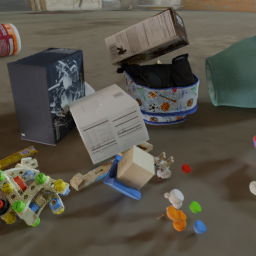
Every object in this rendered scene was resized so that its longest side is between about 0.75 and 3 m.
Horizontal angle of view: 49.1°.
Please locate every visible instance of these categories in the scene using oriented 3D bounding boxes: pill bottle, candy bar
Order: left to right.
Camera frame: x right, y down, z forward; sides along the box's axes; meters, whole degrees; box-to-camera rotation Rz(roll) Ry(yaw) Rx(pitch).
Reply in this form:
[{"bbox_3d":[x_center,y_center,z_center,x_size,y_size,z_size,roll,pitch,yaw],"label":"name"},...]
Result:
[{"bbox_3d":[-7.514,-4.623,15.055,2.955,1.669,1.669,-24,36,-37],"label":"pill bottle"},{"bbox_3d":[-2.610,0.699,6.498,0.278,0.123,1.114,30,39,27],"label":"candy bar"}]

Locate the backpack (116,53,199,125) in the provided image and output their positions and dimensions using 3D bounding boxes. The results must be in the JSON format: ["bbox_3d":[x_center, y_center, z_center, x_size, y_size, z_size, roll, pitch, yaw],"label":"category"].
[{"bbox_3d":[0.973,-1.057,8.132,2.316,1.784,2.206,-10,22,-4],"label":"backpack"}]

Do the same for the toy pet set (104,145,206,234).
[{"bbox_3d":[0.421,1.176,5.215,1.573,0.895,1.685,32,27,-15],"label":"toy pet set"}]

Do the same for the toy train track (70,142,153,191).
[{"bbox_3d":[-0.282,0.696,6.264,2.256,0.367,1.294,-25,36,-38],"label":"toy train track"}]

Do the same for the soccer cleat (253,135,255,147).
[{"bbox_3d":[3.387,0.382,5.922,1.420,0.520,0.484,1,55,51],"label":"soccer cleat"}]

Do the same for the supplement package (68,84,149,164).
[{"bbox_3d":[-0.529,-0.187,6.775,1.389,0.989,1.784,-24,28,-9],"label":"supplement package"}]

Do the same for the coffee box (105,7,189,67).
[{"bbox_3d":[0.595,-2.638,8.540,2.200,0.878,1.244,-17,-3,25],"label":"coffee box"}]

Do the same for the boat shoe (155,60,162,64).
[{"bbox_3d":[1.343,-2.479,12.158,0.625,0.694,1.925,36,14,-9],"label":"boat shoe"}]

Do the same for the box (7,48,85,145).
[{"bbox_3d":[-2.020,-0.913,7.506,1.076,2.067,1.882,9,29,16],"label":"box"}]

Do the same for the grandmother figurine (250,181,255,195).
[{"bbox_3d":[2.873,1.109,5.533,1.075,0.326,0.652,-6,14,-16],"label":"grandmother figurine"}]

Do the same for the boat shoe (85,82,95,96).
[{"bbox_3d":[-2.314,-1.160,9.283,2.492,1.155,0.930,16,39,-41],"label":"boat shoe"}]

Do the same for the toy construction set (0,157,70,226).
[{"bbox_3d":[-1.875,1.062,5.057,1.172,0.823,1.787,-41,35,-19],"label":"toy construction set"}]

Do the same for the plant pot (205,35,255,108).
[{"bbox_3d":[3.758,-1.705,8.966,2.275,2.421,2.421,-11,26,8],"label":"plant pot"}]
